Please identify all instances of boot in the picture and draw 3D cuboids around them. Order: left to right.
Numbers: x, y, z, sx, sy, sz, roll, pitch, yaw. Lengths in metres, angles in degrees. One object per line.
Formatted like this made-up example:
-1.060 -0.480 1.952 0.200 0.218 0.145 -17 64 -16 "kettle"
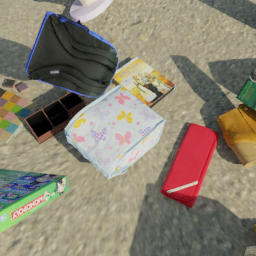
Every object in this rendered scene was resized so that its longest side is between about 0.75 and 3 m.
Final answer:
4.079 -0.002 8.114 2.587 0.910 1.852 -13 59 -3 "boot"

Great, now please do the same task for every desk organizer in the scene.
-2.136 -0.350 8.456 1.765 0.679 0.633 -35 64 -19 "desk organizer"

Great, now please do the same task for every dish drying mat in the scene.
1.812 0.947 7.925 0.947 0.225 2.467 22 61 14 "dish drying mat"

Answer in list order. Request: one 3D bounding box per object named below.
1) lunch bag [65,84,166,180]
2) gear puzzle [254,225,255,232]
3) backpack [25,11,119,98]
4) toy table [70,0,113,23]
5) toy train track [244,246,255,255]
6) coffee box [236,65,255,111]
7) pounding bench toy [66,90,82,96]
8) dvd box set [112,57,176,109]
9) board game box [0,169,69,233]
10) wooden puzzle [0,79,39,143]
-0.394 0.147 7.762 1.871 1.403 2.206 39 56 19 "lunch bag"
4.025 2.751 6.701 1.975 0.259 1.023 12 36 8 "gear puzzle"
-1.154 -1.611 6.199 1.770 1.438 1.485 19 21 -25 "backpack"
-1.635 -5.491 10.841 2.449 1.560 2.664 -7 49 18 "toy table"
3.893 2.934 5.786 2.738 0.445 1.570 8 17 32 "toy train track"
4.268 -0.819 7.483 0.509 1.423 2.314 -5 39 -46 "coffee box"
-1.379 -1.820 9.185 1.585 0.985 1.237 -19 60 -11 "pounding bench toy"
0.482 -1.534 9.425 1.338 0.269 1.829 -38 66 -22 "dvd box set"
-2.202 1.068 4.575 2.037 0.297 1.371 0 14 30 "board game box"
-3.887 -0.432 8.800 1.557 0.184 2.626 23 61 14 "wooden puzzle"
